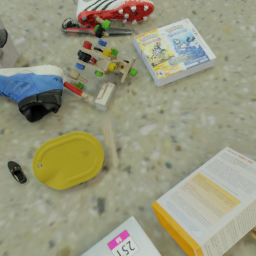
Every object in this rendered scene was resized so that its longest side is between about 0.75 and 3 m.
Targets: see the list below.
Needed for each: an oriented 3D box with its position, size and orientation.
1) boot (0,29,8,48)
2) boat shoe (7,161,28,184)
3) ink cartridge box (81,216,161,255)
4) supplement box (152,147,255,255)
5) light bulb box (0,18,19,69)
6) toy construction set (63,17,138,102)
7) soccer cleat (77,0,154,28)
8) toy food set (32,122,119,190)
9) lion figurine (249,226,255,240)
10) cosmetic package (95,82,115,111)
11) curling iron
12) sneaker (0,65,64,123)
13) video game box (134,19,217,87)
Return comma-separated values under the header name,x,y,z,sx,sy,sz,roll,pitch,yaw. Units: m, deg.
name,x,y,z,sx,sy,sz,roll,pitch,yaw
boot,-3.523,-2.380,6.775,1.363,2.071,0.723,-16,91,-51
boat shoe,-3.223,1.252,8.102,0.312,0.267,0.852,-38,69,-15
ink cartridge box,-0.302,4.078,6.593,2.987,0.650,2.592,-34,68,-14
supplement box,2.218,1.866,6.997,2.726,1.002,1.718,-33,33,-13
light bulb box,-4.871,-2.654,8.993,1.896,1.880,1.183,6,62,4
toy construction set,-0.716,-1.833,8.921,1.748,1.897,2.274,32,88,1
soccer cleat,-0.491,-4.466,10.362,2.892,0.992,1.232,-10,70,0
toy food set,-1.471,0.837,8.098,2.410,0.787,1.418,-19,91,-7
lion figurine,4.301,2.559,7.231,2.813,1.019,1.723,-26,75,4
cosmetic package,-0.730,-1.022,9.054,0.367,0.435,0.841,17,65,9
curling iron,-1.175,-3.673,10.321,2.660,0.340,0.659,5,65,3
sneaker,-3.351,-0.947,8.638,2.829,1.086,1.574,-4,76,8
video game box,1.604,-2.686,9.782,2.213,0.518,2.016,-22,65,-10
